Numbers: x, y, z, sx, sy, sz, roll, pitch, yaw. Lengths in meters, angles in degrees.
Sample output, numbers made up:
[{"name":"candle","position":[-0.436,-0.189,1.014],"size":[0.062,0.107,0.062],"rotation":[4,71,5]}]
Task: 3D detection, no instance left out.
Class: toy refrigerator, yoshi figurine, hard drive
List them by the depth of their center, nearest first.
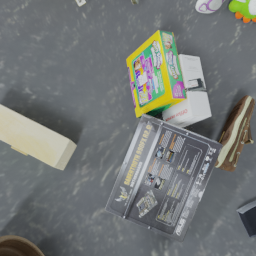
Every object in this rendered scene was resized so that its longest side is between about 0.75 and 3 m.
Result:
[{"name":"hard drive","position":[3.747,2.386,7.640],"size":[1.294,0.274,0.873],"rotation":[-20,78,-5]},{"name":"toy refrigerator","position":[-2.857,0.228,7.761],"size":[2.629,0.998,0.920],"rotation":[27,79,5]},{"name":"yoshi figurine","position":[4.358,-4.058,8.667],"size":[2.291,1.288,1.283],"rotation":[3,69,3]}]

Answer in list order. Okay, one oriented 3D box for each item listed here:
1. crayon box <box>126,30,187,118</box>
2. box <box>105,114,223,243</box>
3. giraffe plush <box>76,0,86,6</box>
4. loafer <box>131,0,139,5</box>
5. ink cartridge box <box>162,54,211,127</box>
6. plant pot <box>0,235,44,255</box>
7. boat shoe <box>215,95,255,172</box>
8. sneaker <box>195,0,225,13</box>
[{"name":"crayon box","position":[0.728,-1.416,7.789],"size":[0.558,1.650,1.913],"rotation":[-1,75,-34]},{"name":"box","position":[0.895,1.271,7.356],"size":[2.180,0.665,2.753],"rotation":[21,93,6]},{"name":"giraffe plush","position":[-2.325,-5.367,8.269],"size":[2.478,2.329,2.872],"rotation":[-43,83,-5]},{"name":"loafer","position":[-0.119,-3.884,7.865],"size":[0.420,0.453,1.206],"rotation":[-36,75,10]},{"name":"ink cartridge box","position":[1.501,-0.962,7.830],"size":[0.728,1.250,1.729],"rotation":[-1,76,-28]},{"name":"plant pot","position":[-3.169,3.993,6.455],"size":[1.993,2.285,2.285],"rotation":[-33,79,10]},{"name":"boat shoe","position":[3.130,0.195,7.917],"size":[0.819,0.817,2.213],"rotation":[27,90,3]},{"name":"sneaker","position":[2.825,-4.399,9.089],"size":[1.814,0.679,0.904],"rotation":[-37,60,-7]}]
